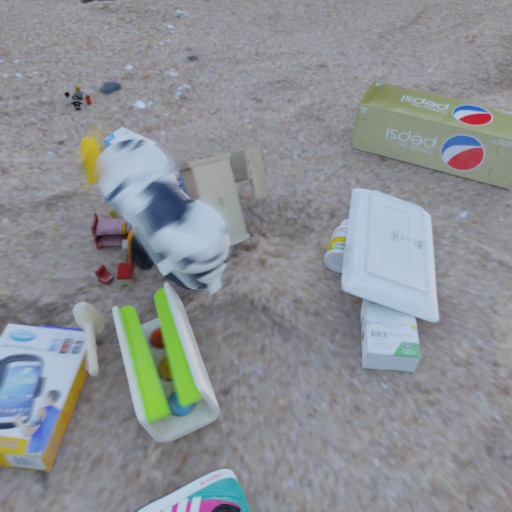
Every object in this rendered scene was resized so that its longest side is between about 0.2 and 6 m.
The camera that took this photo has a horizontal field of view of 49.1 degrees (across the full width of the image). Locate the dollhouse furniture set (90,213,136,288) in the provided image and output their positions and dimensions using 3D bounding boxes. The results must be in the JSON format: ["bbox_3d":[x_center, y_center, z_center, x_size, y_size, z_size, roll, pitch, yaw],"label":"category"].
[{"bbox_3d":[-2.911,-0.132,11.414,0.866,0.655,1.610,-4,46,-4],"label":"dollhouse furniture set"}]

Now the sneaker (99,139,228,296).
[{"bbox_3d":[-1.591,-0.520,9.933,3.210,2.089,1.281,37,64,27],"label":"sneaker"}]

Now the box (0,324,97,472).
[{"bbox_3d":[-3.733,2.119,9.285,1.572,0.548,2.641,5,47,3],"label":"box"}]

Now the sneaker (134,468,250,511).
[{"bbox_3d":[-0.916,3.880,7.404,2.128,0.890,1.285,-24,41,-23],"label":"sneaker"}]

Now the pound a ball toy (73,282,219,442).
[{"bbox_3d":[-1.864,1.743,9.355,1.802,1.174,2.764,-25,47,-3],"label":"pound a ball toy"}]

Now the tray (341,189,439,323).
[{"bbox_3d":[2.745,-0.259,11.156,1.882,0.389,3.506,20,40,-2],"label":"tray"}]

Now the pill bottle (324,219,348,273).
[{"bbox_3d":[1.830,-0.234,11.538,0.618,0.618,1.113,14,48,13],"label":"pill bottle"}]

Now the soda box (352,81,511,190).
[{"bbox_3d":[4.483,-3.014,13.724,4.023,1.363,1.288,19,49,17],"label":"soda box"}]

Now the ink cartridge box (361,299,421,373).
[{"bbox_3d":[2.369,1.386,10.012,0.917,0.552,1.262,4,47,3],"label":"ink cartridge box"}]

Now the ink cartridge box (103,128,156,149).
[{"bbox_3d":[-3.159,-2.737,14.124,1.210,0.411,0.697,27,51,24],"label":"ink cartridge box"}]

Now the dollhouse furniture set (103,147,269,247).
[{"bbox_3d":[-1.498,-1.120,12.422,2.792,1.822,2.636,-4,13,40],"label":"dollhouse furniture set"}]

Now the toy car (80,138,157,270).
[{"bbox_3d":[-1.995,-1.050,10.173,1.499,3.055,1.017,-20,44,-6],"label":"toy car"}]

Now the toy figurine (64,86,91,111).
[{"bbox_3d":[-5.033,-4.463,15.787,0.626,0.443,0.636,31,54,27],"label":"toy figurine"}]
